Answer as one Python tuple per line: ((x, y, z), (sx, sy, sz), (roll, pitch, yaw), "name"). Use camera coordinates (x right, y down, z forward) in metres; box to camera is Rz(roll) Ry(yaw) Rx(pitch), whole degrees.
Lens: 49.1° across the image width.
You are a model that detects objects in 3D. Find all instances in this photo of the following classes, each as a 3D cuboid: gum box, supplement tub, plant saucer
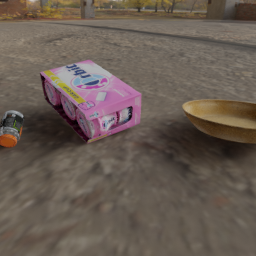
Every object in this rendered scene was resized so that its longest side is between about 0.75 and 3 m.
((-1.010, -0.793, 7.426), (1.567, 0.913, 2.762), (-23, 42, -29), "gum box")
((-2.726, 0.023, 6.515), (0.489, 0.489, 0.798), (-2, 47, -5), "supplement tub")
((2.691, -0.181, 6.869), (2.757, 0.488, 2.757), (3, 18, -1), "plant saucer")
